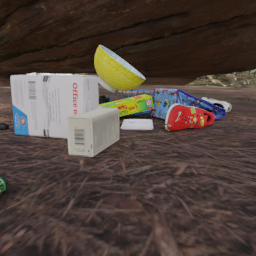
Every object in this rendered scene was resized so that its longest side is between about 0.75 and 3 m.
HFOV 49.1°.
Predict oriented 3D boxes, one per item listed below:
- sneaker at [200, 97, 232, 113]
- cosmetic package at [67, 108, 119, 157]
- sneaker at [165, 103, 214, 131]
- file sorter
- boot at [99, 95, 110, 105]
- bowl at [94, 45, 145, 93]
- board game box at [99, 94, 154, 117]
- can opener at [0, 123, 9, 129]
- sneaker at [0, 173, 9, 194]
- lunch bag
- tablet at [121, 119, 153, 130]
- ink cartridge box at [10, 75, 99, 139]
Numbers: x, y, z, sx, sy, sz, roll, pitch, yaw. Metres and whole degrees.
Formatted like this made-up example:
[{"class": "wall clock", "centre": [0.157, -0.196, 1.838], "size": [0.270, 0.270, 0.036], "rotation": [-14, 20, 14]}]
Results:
[{"class": "sneaker", "centre": [4.382, -1.227, 15.120], "size": [2.124, 0.787, 0.940], "rotation": [7, 11, 35]}, {"class": "cosmetic package", "centre": [-0.907, 0.050, 7.953], "size": [0.733, 1.039, 2.006], "rotation": [3, 10, 17]}, {"class": "sneaker", "centre": [2.380, -0.388, 10.474], "size": [2.583, 0.995, 1.097], "rotation": [-11, 20, -43]}, {"class": "file sorter", "centre": [0.126, -1.463, 15.155], "size": [2.041, 1.252, 1.416], "rotation": [10, 14, 43]}, {"class": "boot", "centre": [-2.014, -1.310, 15.870], "size": [1.710, 0.886, 2.618], "rotation": [-4, 3, 6]}, {"class": "bowl", "centre": [-0.681, -2.738, 14.303], "size": [2.879, 1.549, 2.879], "rotation": [34, 15, -10]}, {"class": "board game box", "centre": [-0.201, -0.976, 13.031], "size": [2.518, 0.600, 1.279], "rotation": [-14, 13, -8]}, {"class": "can opener", "centre": [-5.296, -0.165, 10.536], "size": [1.597, 0.628, 0.506], "rotation": [12, 8, 8]}, {"class": "sneaker", "centre": [-2.720, 0.963, 4.708], "size": [1.239, 0.483, 0.528], "rotation": [0, 11, -1]}, {"class": "lunch bag", "centre": [2.848, -0.896, 12.967], "size": [2.933, 1.379, 2.208], "rotation": [9, 5, -23]}, {"class": "tablet", "centre": [0.384, -0.170, 11.452], "size": [1.253, 0.131, 1.925], "rotation": [0, 11, 3]}, {"class": "ink cartridge box", "centre": [-2.443, -0.767, 9.487], "size": [2.771, 2.029, 1.190], "rotation": [4, 12, 18]}]
